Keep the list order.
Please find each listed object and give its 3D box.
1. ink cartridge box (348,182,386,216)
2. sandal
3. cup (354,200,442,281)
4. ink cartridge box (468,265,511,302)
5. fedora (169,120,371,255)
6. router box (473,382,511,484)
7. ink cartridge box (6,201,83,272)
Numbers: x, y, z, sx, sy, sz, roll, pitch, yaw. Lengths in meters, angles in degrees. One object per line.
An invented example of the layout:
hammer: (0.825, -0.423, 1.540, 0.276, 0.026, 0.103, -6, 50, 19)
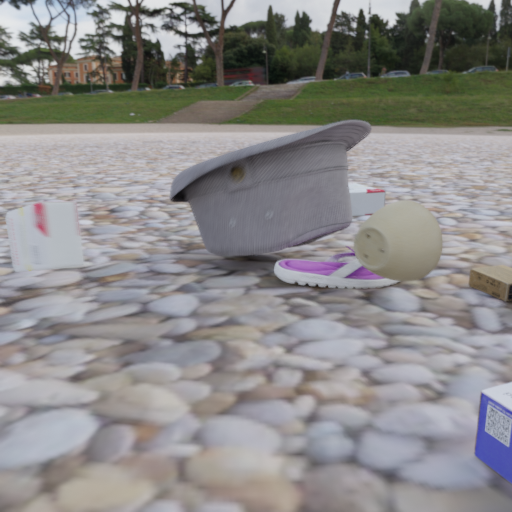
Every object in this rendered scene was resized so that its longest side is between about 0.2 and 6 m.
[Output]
ink cartridge box: (2.224, -1.338, 13.117, 0.988, 0.561, 1.355, -6, 16, -21)
sandal: (1.244, 0.123, 7.838, 1.967, 0.484, 0.801, -1, 21, -15)
cup: (1.645, -0.143, 6.949, 0.744, 1.040, 1.040, -10, 18, -39)
ink cartridge box: (3.321, 0.357, 7.499, 0.586, 0.267, 0.711, -4, 16, -19)
fedora: (0.323, -0.822, 8.587, 3.255, 1.470, 2.879, -14, -1, 9)
router box: (2.871, 1.348, 3.354, 1.974, 0.537, 2.199, -6, 17, -22)
ink cartridge box: (-2.813, -0.245, 7.419, 0.488, 0.849, 1.170, -9, 4, -44)
